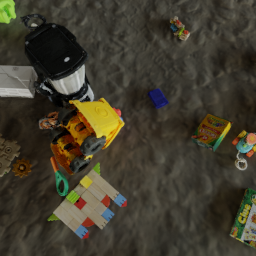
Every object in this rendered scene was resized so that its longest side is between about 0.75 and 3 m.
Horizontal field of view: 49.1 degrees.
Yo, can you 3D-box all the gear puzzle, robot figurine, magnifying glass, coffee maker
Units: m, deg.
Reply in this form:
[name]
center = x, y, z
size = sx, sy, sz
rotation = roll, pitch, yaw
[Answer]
[gear puzzle]
center = -4.892, 1.037, 10.679
size = 2.830, 0.371, 1.466
rotation = 22, 67, 6
[robot figurine]
center = -6.097, -5.676, 13.004
size = 1.887, 1.092, 1.656
rotation = 37, 73, 14
[magnifying glass]
center = -2.404, 1.640, 9.685
size = 0.171, 0.609, 1.531
rotation = 4, 44, -39
[coffee maker]
center = -2.515, -2.299, 10.594
size = 1.998, 2.967, 2.849
rotation = -16, 70, -8

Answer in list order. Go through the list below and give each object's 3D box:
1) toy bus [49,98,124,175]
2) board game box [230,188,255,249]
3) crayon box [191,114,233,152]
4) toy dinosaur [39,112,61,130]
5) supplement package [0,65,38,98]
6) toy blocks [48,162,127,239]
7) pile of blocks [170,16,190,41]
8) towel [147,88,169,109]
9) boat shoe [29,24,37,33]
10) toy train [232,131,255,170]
[toy bus]
center = -1.313, 0.171, 10.254
size = 1.764, 2.599, 2.495
rotation = 49, 39, 17
[board game box]
center = 4.355, 3.138, 9.862
size = 0.965, 0.216, 1.841
rotation = 25, 70, 12
[crayon box]
center = 3.273, 0.074, 10.852
size = 0.961, 0.384, 1.513
rotation = 25, 67, 35
[toy dinosaur]
center = -2.776, -0.279, 10.776
size = 1.536, 1.042, 0.784
rotation = -5, 78, 43
[supplement package]
center = -4.621, -1.918, 11.615
size = 1.404, 0.778, 1.094
rotation = 3, 68, 0
[toy blocks]
center = -1.241, 2.722, 9.625
size = 1.722, 1.259, 2.519
rotation = 42, 73, 4
[pile of blocks]
center = 2.328, -4.654, 12.939
size = 0.559, 0.423, 1.363
rotation = -30, 70, -12
[towel]
center = 1.240, -1.223, 11.668
size = 0.609, 0.204, 0.825
rotation = -24, 69, -16
[boat shoe]
center = -4.119, -4.035, 12.766
size = 0.465, 0.539, 1.483
rotation = -35, 72, 32
[toy train]
center = 5.254, 0.792, 10.566
size = 2.432, 0.676, 1.827
rotation = -4, 67, -2
